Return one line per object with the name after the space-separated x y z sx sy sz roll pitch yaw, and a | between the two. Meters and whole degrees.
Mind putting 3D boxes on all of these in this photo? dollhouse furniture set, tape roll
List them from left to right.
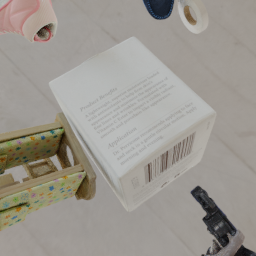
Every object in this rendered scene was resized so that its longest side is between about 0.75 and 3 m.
-2.443 1.371 5.039 2.929 2.591 1.629 -15 61 -35 | dollhouse furniture set
1.611 -2.848 6.985 0.183 1.000 1.000 -33 79 -7 | tape roll

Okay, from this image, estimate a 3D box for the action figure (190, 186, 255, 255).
1.504 2.280 4.399 1.317 2.436 2.518 -37 80 2 | action figure

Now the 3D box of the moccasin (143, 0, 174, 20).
0.621 -3.799 6.405 1.016 0.861 2.525 -12 112 -1 | moccasin

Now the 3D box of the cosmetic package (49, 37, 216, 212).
0.059 -0.062 5.791 2.047 2.049 2.483 -32 61 -13 | cosmetic package

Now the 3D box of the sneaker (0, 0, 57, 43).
-2.306 -2.218 6.082 0.795 2.111 1.104 -38 107 -46 | sneaker
